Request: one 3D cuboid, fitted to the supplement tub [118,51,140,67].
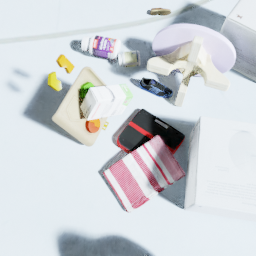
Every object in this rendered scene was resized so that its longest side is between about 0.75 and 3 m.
[{"bbox_3d":[0.046,-2.670,10.876,0.816,0.592,0.592,-6,66,-2],"label":"supplement tub"}]

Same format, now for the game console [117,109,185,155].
[{"bbox_3d":[0.758,0.400,9.689,1.922,0.298,1.700,34,67,14],"label":"game console"}]

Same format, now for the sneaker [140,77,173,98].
[{"bbox_3d":[1.055,-1.516,10.399,1.299,0.506,0.455,18,66,8],"label":"sneaker"}]

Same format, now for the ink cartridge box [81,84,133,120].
[{"bbox_3d":[-0.658,-0.808,8.651,1.340,0.975,0.563,-12,63,-37],"label":"ink cartridge box"}]

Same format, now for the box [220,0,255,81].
[{"bbox_3d":[4.952,-3.551,10.390,2.542,2.177,2.529,33,70,14],"label":"box"}]

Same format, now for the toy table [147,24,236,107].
[{"bbox_3d":[2.150,-2.269,9.781,2.991,2.749,1.752,9,49,17],"label":"toy table"}]

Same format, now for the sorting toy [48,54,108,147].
[{"bbox_3d":[-1.452,-0.843,8.706,0.365,2.726,2.031,15,69,41],"label":"sorting toy"}]

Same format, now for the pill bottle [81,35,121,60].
[{"bbox_3d":[-1.057,-3.194,11.003,1.426,0.795,0.795,12,66,5],"label":"pill bottle"}]

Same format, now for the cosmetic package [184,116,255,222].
[{"bbox_3d":[3.234,1.314,8.496,2.643,1.630,2.651,9,66,4],"label":"cosmetic package"}]

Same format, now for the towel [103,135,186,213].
[{"bbox_3d":[0.499,1.448,8.966,2.224,0.253,1.602,-33,72,-4],"label":"towel"}]

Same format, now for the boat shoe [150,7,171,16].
[{"bbox_3d":[1.417,-5.076,12.108,0.901,0.324,0.304,0,68,3],"label":"boat shoe"}]

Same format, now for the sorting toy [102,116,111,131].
[{"bbox_3d":[-1.024,-0.800,10.105,0.930,0.326,1.928,5,70,-10],"label":"sorting toy"}]
